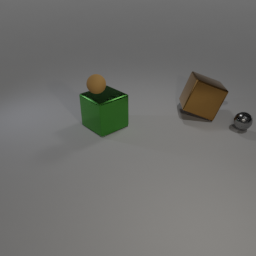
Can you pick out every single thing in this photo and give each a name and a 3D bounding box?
[{"bbox_3d":[4.477,-0.278,10.895,0.700,0.700,0.700,0,30,0],"label":"ball"},{"bbox_3d":[3.165,-1.383,11.942,1.400,1.400,1.400,19,25,-6],"label":"cube"},{"bbox_3d":[-1.137,-1.575,10.029,0.700,0.700,0.700,0,30,0],"label":"ball"},{"bbox_3d":[-0.939,-0.712,11.211,1.400,1.400,1.400,-24,37,-35],"label":"cube"}]
